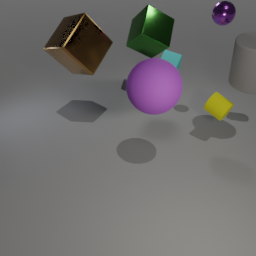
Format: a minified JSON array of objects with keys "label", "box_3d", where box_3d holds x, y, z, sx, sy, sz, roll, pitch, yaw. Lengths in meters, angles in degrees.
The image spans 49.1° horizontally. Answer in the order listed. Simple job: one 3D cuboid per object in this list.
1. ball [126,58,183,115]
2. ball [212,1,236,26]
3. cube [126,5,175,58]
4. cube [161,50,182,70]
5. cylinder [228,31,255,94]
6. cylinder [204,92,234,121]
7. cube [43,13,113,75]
[{"label":"ball","box_3d":[0.653,-1.033,7.007,1.400,1.400,1.400,0,31,0]},{"label":"ball","box_3d":[2.927,-3.507,8.570,0.700,0.700,0.700,0,31,0]},{"label":"cube","box_3d":[0.951,-4.093,12.058,1.400,1.400,1.400,18,-15,-25]},{"label":"cube","box_3d":[1.600,-2.439,10.771,0.700,0.700,0.700,21,72,13]},{"label":"cylinder","box_3d":[3.828,-1.957,8.354,1.400,1.400,1.400,-3,41,3]},{"label":"cylinder","box_3d":[3.003,-0.718,9.296,0.700,0.700,0.700,41,46,19]},{"label":"cube","box_3d":[-1.664,-2.762,9.395,1.400,1.400,1.400,16,73,48]}]
